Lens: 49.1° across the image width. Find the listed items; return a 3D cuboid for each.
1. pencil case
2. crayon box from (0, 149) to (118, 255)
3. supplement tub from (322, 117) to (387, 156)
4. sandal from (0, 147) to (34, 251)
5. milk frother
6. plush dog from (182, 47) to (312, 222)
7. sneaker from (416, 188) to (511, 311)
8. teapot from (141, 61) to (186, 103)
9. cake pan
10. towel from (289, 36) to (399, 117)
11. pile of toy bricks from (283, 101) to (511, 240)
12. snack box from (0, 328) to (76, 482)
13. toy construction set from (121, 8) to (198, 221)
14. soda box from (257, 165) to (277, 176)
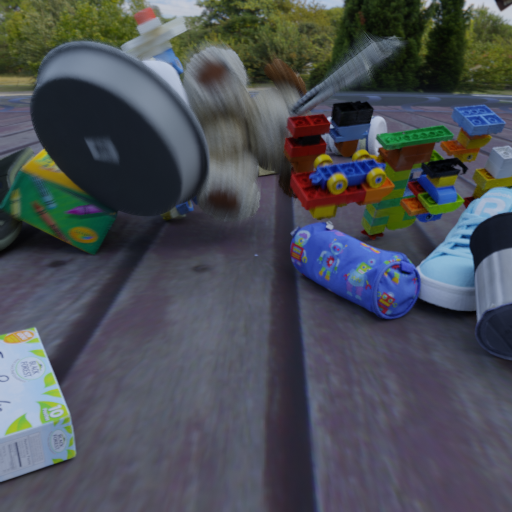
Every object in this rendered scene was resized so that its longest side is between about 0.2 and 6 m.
[{"bbox_3d":[1.197,0.116,7.109,0.734,0.817,1.881,12,11,-35],"label":"pencil case"},{"bbox_3d":[-3.118,-1.038,9.413,1.512,0.742,2.547,29,13,-19],"label":"crayon box"},{"bbox_3d":[2.913,-3.565,16.654,1.663,1.205,1.205,11,23,29],"label":"supplement tub"},{"bbox_3d":[-4.451,-0.889,9.814,1.307,0.939,3.291,-24,39,2],"label":"sandal"},{"bbox_3d":[2.995,0.130,5.647,1.348,1.493,1.405,15,44,3],"label":"milk frother"},{"bbox_3d":[-0.094,-2.023,9.467,2.293,2.670,2.142,-9,10,-16],"label":"plush dog"},{"bbox_3d":[2.969,-0.262,7.480,1.120,1.241,3.029,14,25,35],"label":"sneaker"},{"bbox_3d":[-1.958,-1.867,8.576,1.610,2.204,2.176,-11,36,-15],"label":"teapot"},{"bbox_3d":[-1.957,-1.569,7.721,2.712,2.712,0.497,10,51,25],"label":"cake pan"},{"bbox_3d":[1.419,-2.764,8.698,1.644,0.284,1.583,-32,6,35],"label":"towel"},{"bbox_3d":[2.224,-1.060,8.803,3.963,1.956,2.199,-9,45,-16],"label":"pile of toy bricks"},{"bbox_3d":[-2.254,1.217,4.600,1.169,0.435,1.643,-11,23,-27],"label":"snack box"},{"bbox_3d":[-1.690,-2.670,10.483,1.666,3.617,2.371,-7,25,10],"label":"toy construction set"},{"bbox_3d":[-1.038,-2.481,13.681,3.507,1.188,1.122,-13,24,-31],"label":"soda box"}]
